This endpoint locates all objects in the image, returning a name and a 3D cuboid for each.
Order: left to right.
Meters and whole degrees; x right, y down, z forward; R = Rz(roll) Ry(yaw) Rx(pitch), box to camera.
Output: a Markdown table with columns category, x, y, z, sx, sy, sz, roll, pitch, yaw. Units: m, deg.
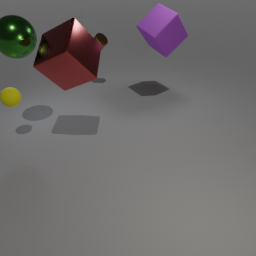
| category | x | y | z | sx | sy | sz | roll | pitch | yaw |
| --- | --- | --- | --- | --- | --- | --- | --- | --- | --- |
| ball | -4.177 | -1.098 | 9.970 | 0.700 | 0.700 | 0.700 | 0 | 31 | 0 |
| ball | -3.797 | -3.049 | 9.412 | 1.400 | 1.400 | 1.400 | 0 | 31 | 0 |
| cube | -1.855 | -2.262 | 8.812 | 1.400 | 1.400 | 1.400 | -14 | 57 | 30 |
| cylinder | -1.488 | -4.318 | 14.185 | 0.700 | 0.700 | 0.700 | -34 | 2 | -43 |
| cube | 1.517 | -4.284 | 12.346 | 1.400 | 1.400 | 1.400 | -45 | 51 | 5 |
